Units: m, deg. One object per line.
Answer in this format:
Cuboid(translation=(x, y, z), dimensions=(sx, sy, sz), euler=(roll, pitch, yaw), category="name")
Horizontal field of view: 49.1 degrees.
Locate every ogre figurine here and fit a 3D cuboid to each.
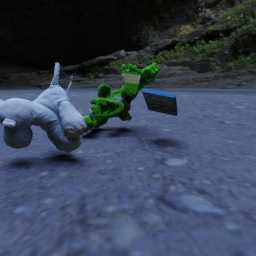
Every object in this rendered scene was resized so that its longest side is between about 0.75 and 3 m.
Cuboid(translation=(-0.355, -0.772, 8.223), dimensions=(1.345, 2.742, 1.644), euler=(30, -14, -5), category="ogre figurine")

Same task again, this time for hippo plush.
Cuboid(translation=(-1.605, -0.129, 5.081), dimensions=(1.296, 1.612, 1.284), euler=(-16, 43, -35), category="hippo plush")

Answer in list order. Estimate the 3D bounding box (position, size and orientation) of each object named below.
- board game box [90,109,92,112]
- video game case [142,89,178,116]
Cuboid(translation=(-1.018, -0.685, 12.041), dimensions=(1.177, 0.255, 1.172), euler=(-1, 11, -11), category="board game box")
Cuboid(translation=(0.786, -0.595, 6.692), dimensions=(0.770, 0.096, 1.075), euler=(13, -16, 16), category="video game case")
